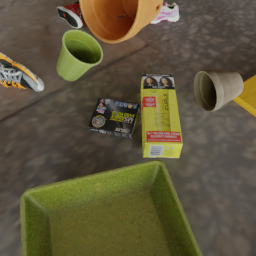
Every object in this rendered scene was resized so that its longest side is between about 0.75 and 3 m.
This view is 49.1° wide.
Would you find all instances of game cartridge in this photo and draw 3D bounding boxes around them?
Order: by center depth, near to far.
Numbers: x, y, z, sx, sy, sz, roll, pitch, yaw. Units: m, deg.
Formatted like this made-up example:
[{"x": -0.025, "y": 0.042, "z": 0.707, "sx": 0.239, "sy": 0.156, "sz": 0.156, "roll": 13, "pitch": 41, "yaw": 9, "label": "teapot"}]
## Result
[{"x": 4.097, "y": -0.899, "z": 7.923, "sx": 1.890, "sy": 0.307, "sz": 1.666, "roll": -30, "pitch": 56, "yaw": -19, "label": "game cartridge"}]

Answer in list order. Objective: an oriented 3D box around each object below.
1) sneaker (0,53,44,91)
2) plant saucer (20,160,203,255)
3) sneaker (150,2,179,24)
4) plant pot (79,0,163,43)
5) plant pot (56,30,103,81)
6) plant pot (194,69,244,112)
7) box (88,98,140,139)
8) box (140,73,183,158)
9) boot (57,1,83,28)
[{"x": -3.350, "y": -1.508, "z": 8.186, "sx": 2.092, "sy": 0.819, "sz": 0.808, "roll": 28, "pitch": 82, "yaw": 18, "label": "sneaker"}, {"x": -0.311, "y": 2.220, "z": 5.040, "sx": 2.942, "sy": 0.704, "sz": 2.937, "roll": -11, "pitch": 51, "yaw": -10, "label": "plant saucer"}, {"x": 1.223, "y": -4.403, "z": 10.553, "sx": 1.508, "sy": 0.665, "sz": 0.613, "roll": -10, "pitch": 51, "yaw": -8, "label": "sneaker"}, {"x": -0.067, "y": -4.406, "z": 9.471, "sx": 2.699, "sy": 2.699, "sz": 1.889, "roll": 36, "pitch": 43, "yaw": 26, "label": "plant pot"}, {"x": -1.535, "y": -1.980, "z": 8.108, "sx": 1.214, "sy": 1.153, "sz": 1.214, "roll": 19, "pitch": 53, "yaw": -28, "label": "plant pot"}, {"x": 2.473, "y": -1.090, "z": 7.493, "sx": 0.983, "sy": 1.133, "sz": 1.133, "roll": -16, "pitch": 52, "yaw": -12, "label": "plant pot"}, {"x": -0.339, "y": -0.271, "z": 7.215, "sx": 1.149, "sy": 0.254, "sz": 0.921, "roll": 11, "pitch": 64, "yaw": 15, "label": "box"}, {"x": 0.798, "y": -0.400, "z": 7.257, "sx": 0.931, "sy": 0.620, "sz": 2.474, "roll": 2, "pitch": 51, "yaw": 0, "label": "box"}, {"x": -1.855, "y": -4.361, "z": 10.619, "sx": 1.122, "sy": 0.563, "sz": 1.555, "roll": -28, "pitch": 52, "yaw": -23, "label": "boot"}]
